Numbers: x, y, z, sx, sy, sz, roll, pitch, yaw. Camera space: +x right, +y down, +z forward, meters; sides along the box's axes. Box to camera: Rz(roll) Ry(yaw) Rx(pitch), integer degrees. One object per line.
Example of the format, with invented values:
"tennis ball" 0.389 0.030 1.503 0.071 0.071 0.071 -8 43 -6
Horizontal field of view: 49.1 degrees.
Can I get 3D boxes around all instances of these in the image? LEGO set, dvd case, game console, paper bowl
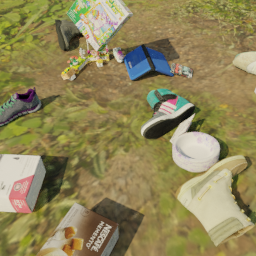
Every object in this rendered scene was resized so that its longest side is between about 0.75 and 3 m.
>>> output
"LEGO set" -1.688 -3.144 12.019 2.921 1.087 1.344 -24 50 -21
"dvd case" 2.294 -2.443 11.919 0.921 0.101 0.672 16 47 1
"game console" 0.861 -2.693 12.223 1.590 1.102 1.863 -29 44 15
"paper bowl" 2.014 0.782 8.374 1.364 0.710 1.364 -4 35 3

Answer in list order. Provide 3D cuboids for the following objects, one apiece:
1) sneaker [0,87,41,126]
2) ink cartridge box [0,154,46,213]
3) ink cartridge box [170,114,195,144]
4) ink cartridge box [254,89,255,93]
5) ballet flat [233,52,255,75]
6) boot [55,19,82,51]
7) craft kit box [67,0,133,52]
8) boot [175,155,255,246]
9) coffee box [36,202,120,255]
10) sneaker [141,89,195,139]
"sneaker" -4.158 -0.801 9.868 2.079 0.910 0.774 -28 52 -25
"ink cartridge box" -3.455 1.491 7.710 1.942 0.804 1.423 2 46 2
"ink cartridge box" 1.844 0.040 9.135 0.211 0.830 0.942 42 53 -6
"ink cartridge box" 5.449 -1.261 10.632 0.780 0.452 1.077 -6 46 -6
"ballet flat" 5.860 -2.530 11.545 2.910 0.981 0.907 7 53 7
"boot" -2.669 -4.735 13.809 1.623 0.841 2.484 -8 47 -15
"craft kit box" -1.011 -3.927 9.662 1.808 1.785 0.439 51 29 3
"boot" 2.668 1.831 7.374 2.304 0.830 1.782 -26 50 -16
"coffee box" -1.251 2.979 6.203 1.275 0.888 2.229 21 50 19
"sneaker" 1.037 -0.616 9.600 2.372 0.992 1.432 -26 56 -33
